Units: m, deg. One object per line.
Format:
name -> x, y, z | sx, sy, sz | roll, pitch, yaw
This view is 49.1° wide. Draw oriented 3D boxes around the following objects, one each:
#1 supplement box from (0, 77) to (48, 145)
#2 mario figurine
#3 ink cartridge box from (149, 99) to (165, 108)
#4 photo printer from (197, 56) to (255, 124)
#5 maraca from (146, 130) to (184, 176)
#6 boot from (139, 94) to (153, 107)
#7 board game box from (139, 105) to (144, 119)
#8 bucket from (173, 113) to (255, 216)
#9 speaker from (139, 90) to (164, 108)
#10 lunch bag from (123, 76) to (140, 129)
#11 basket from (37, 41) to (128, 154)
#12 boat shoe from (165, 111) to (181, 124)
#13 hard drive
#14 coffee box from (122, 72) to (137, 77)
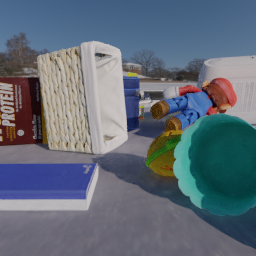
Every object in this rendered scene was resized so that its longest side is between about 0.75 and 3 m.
supplement box -> -3.302, -0.532, 7.391 | 2.390, 1.587, 2.357 | -3, 10, -18
mario figurine -> 1.900, -0.461, 7.786 | 2.644, 1.632, 1.401 | -21, 14, -27
ink cartridge box -> 1.448, -0.835, 11.197 | 0.944, 0.545, 1.298 | -19, -3, 12
photo printer -> 3.710, -1.215, 9.286 | 2.806, 2.334, 0.974 | -3, 32, 7
maraca -> 0.728, 0.335, 4.255 | 0.865, 0.675, 1.262 | -15, -21, -24
boot -> 0.578, -1.108, 10.982 | 0.875, 0.395, 0.318 | -15, -15, -45
board game box -> -0.628, -0.723, 11.717 | 2.405, 0.573, 1.222 | 9, 13, 43
bucket -> 1.175, 0.404, 3.350 | 1.148, 1.148, 0.747 | 6, 2, 34
speaker -> 1.630, -1.684, 16.236 | 2.556, 1.038, 1.038 | -4, 10, -27
lunch bag -> -0.918, -0.929, 8.839 | 2.880, 1.905, 1.956 | -7, 12, -35
basket -> -0.960, -0.646, 6.299 | 1.393, 2.259, 1.531 | -2, 8, 20
boat shoe -> 1.742, -0.568, 9.701 | 0.915, 0.824, 2.535 | 2, 3, 16
hard drive -> -1.414, 0.748, 3.784 | 1.897, 0.241, 1.252 | 0, 9, 0
coffee box -> -0.629, -2.290, 16.764 | 2.003, 2.025, 2.022 | 3, 10, 17
